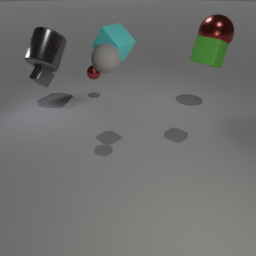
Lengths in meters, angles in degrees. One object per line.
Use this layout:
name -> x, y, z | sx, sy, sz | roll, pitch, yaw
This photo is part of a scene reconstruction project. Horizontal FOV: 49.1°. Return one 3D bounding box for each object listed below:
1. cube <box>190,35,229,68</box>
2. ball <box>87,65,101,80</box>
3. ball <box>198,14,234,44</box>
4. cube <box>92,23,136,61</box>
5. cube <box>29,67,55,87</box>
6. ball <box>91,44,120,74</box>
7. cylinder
cube -> 2.280, -2.121, 7.841 | 0.700, 0.700, 0.700 | 25, 19, 33
ball -> -1.679, -2.728, 13.746 | 0.700, 0.700, 0.700 | 0, 28, 0
ball -> 3.509, -3.792, 11.194 | 1.400, 1.400, 1.400 | 0, 28, 0
cube -> -0.374, -2.215, 7.377 | 0.700, 0.700, 0.700 | -31, 78, -42
cube -> -4.009, -2.405, 13.042 | 0.700, 0.700, 0.700 | 18, 76, 37
ball -> -0.536, -1.665, 6.726 | 0.700, 0.700, 0.700 | 0, 28, 0
cylinder -> -3.463, -3.284, 11.842 | 1.400, 1.400, 1.400 | 15, -7, 2
